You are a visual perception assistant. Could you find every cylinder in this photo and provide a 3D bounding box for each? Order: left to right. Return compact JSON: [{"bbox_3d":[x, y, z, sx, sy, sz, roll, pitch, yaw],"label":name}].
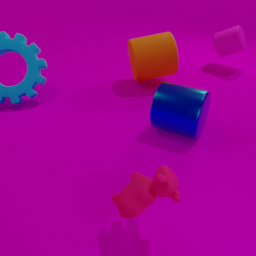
[{"bbox_3d":[0.810,-2.353,9.317,1.393,1.393,1.393,-12,36,-3],"label":"cylinder"},{"bbox_3d":[1.329,-0.467,7.089,1.206,1.206,1.206,16,38,23],"label":"cylinder"},{"bbox_3d":[3.811,-3.231,10.486,0.923,0.923,0.923,-10,24,38],"label":"cylinder"}]

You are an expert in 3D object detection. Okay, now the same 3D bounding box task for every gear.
[{"bbox_3d":[-3.458,-1.732,8.222,2.034,2.034,0.376,-4,3,-5],"label":"gear"}]

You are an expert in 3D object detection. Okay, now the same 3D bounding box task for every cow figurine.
[{"bbox_3d":[0.284,1.030,4.364,1.058,0.581,1.041,-44,15,-12],"label":"cow figurine"}]
